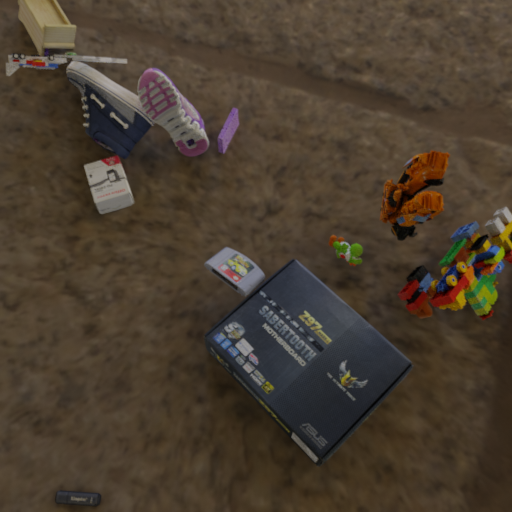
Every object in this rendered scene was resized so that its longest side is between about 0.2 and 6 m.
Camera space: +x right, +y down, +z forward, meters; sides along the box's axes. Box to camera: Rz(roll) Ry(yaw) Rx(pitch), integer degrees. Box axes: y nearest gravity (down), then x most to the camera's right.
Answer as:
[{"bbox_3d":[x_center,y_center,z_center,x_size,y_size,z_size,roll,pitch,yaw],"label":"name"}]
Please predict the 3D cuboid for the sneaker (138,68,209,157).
[{"bbox_3d":[-1.719,-3.095,11.803,0.828,2.060,0.911,-19,42,21],"label":"sneaker"}]

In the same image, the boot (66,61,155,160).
[{"bbox_3d":[-3.495,-3.232,12.293,2.799,1.018,1.264,34,86,29],"label":"boot"}]

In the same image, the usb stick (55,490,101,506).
[{"bbox_3d":[-2.843,3.870,8.939,0.720,0.117,0.200,4,62,2],"label":"usb stick"}]

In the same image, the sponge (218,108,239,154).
[{"bbox_3d":[-0.605,-2.738,12.253,0.137,0.511,0.916,19,64,10],"label":"sponge"}]

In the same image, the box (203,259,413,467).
[{"bbox_3d":[0.862,1.742,9.719,2.270,0.734,2.879,-39,68,-20],"label":"box"}]

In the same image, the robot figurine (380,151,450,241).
[{"bbox_3d":[2.812,-1.118,10.188,0.608,2.089,1.514,11,81,-7],"label":"robot figurine"}]

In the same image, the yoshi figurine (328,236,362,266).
[{"bbox_3d":[1.769,-0.157,10.695,0.453,0.452,0.807,-34,44,-10],"label":"yoshi figurine"}]

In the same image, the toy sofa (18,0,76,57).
[{"bbox_3d":[-5.185,-5.803,13.843,0.779,0.918,1.882,-15,60,-36],"label":"toy sofa"}]

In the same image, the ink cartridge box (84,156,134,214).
[{"bbox_3d":[-3.051,-1.475,11.617,0.752,0.431,1.035,-19,63,-10],"label":"ink cartridge box"}]

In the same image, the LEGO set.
[{"bbox_3d":[-4.423,-4.352,12.771,2.373,0.582,1.773,9,19,17],"label":"LEGO set"}]

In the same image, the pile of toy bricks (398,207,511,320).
[{"bbox_3d":[3.950,0.476,10.240,2.813,1.560,1.388,-39,96,-36],"label":"pile of toy bricks"}]

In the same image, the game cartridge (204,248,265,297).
[{"bbox_3d":[-0.365,0.261,10.243,1.001,0.205,0.667,35,47,19],"label":"game cartridge"}]
